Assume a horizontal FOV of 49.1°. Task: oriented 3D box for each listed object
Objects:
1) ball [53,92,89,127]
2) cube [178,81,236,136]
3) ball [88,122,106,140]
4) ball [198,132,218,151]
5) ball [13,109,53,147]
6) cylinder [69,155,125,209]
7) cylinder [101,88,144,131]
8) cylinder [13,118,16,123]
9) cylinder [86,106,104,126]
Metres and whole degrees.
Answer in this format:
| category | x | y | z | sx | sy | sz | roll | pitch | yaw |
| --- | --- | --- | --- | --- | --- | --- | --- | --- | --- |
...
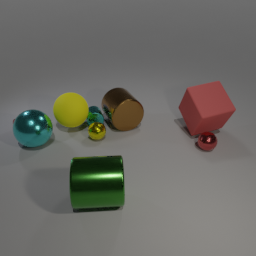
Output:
| category | x | y | z | sx | sy | sz | roll | pitch | yaw |
| --- | --- | --- | --- | --- | --- | --- | --- | --- | --- |
| ball | -2.290 | -0.724 | 11.263 | 1.400 | 1.400 | 1.400 | 0 | 30 | 0 |
| cube | 2.990 | -0.753 | 10.828 | 1.400 | 1.400 | 1.400 | -14 | 63 | -13 |
| ball | -1.193 | 0.111 | 10.797 | 0.700 | 0.700 | 0.700 | 0 | 30 | 0 |
| ball | 2.892 | 0.481 | 10.188 | 0.700 | 0.700 | 0.700 | 0 | 30 | 0 |
| ball | -3.490 | 0.016 | 10.308 | 1.400 | 1.400 | 1.400 | 0 | 30 | 0 |
| cylinder | -0.826 | 1.483 | 7.765 | 1.400 | 1.400 | 1.400 | -2 | 30 | -4 |
| cylinder | -0.243 | -0.797 | 11.657 | 1.400 | 1.400 | 1.400 | -12 | 32 | -19 |
| cylinder | -4.122 | -0.156 | 11.246 | 0.700 | 0.700 | 0.700 | 22 | 36 | 33 |
| cylinder | -1.412 | -0.480 | 11.809 | 0.700 | 0.700 | 0.700 | -8 | 31 | -13 |
